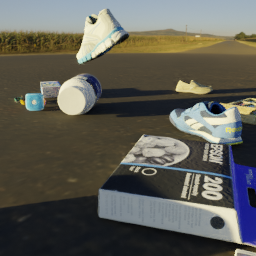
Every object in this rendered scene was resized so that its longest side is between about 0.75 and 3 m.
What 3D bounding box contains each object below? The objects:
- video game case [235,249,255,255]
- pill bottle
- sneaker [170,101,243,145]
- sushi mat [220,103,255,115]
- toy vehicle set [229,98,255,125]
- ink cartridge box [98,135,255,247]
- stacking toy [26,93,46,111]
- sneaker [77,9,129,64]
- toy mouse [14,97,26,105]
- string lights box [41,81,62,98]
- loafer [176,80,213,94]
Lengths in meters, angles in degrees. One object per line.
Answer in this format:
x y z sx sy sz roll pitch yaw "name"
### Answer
1.585 1.816 2.465 1.194 0.150 1.667 6 19 18 "video game case"
-1.689 -1.174 9.851 1.233 1.233 2.220 1 18 4 "pill bottle"
2.074 -0.301 7.583 0.897 0.998 2.427 -13 21 -29 "sneaker"
3.451 -0.644 9.103 0.628 0.079 1.313 -22 26 -39 "sushi mat"
4.286 -0.622 9.657 2.301 0.305 1.430 -14 23 -37 "toy vehicle set"
1.156 0.847 4.797 2.579 0.560 2.555 7 19 16 "ink cartridge box"
-3.338 -0.981 10.497 0.654 0.619 1.127 -1 7 0 "stacking toy"
-1.108 -3.174 9.712 1.117 1.292 2.981 -36 13 -32 "sneaker"
-4.182 -1.132 11.361 1.087 0.210 0.966 -13 23 -36 "toy mouse"
-3.540 -1.781 12.877 0.853 0.489 1.660 -6 19 -18 "string lights box"
3.152 -1.967 13.300 1.717 0.586 0.650 4 19 12 "loafer"
